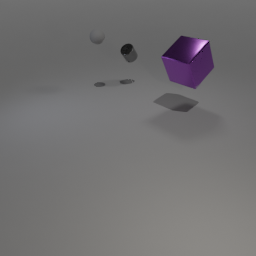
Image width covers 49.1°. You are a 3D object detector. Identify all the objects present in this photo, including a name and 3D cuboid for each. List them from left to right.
[{"bbox_3d":[-1.433,-4.247,13.005,0.700,0.700,0.700,0,29,0],"label":"ball"},{"bbox_3d":[0.060,-3.847,14.399,0.700,0.700,0.700,-8,67,20],"label":"cylinder"},{"bbox_3d":[2.469,-2.704,11.485,1.400,1.400,1.400,28,69,41],"label":"cube"}]
